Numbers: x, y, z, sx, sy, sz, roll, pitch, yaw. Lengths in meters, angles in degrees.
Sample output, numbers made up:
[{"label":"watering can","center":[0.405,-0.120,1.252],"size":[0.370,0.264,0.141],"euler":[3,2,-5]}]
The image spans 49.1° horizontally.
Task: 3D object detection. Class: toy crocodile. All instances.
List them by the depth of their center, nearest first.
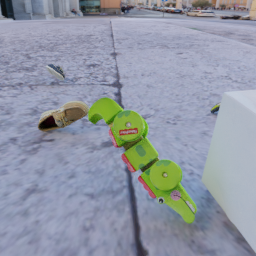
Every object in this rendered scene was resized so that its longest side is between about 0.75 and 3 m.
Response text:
[{"label":"toy crocodile","center":[0.271,0.515,4.913],"size":[0.821,2.658,0.897],"euler":[-37,-10,5]}]

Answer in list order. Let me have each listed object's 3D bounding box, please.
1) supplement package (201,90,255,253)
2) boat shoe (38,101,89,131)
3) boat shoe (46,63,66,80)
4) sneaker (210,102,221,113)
[{"label":"supplement package","center":[2.879,0.558,4.411],"size":[2.515,1.895,1.909],"euler":[-6,33,-16]},{"label":"boat shoe","center":[-1.791,-0.254,7.678],"size":[1.693,0.627,0.562],"euler":[-17,35,31]},{"label":"boat shoe","center":[-3.028,-2.441,12.009],"size":[0.453,0.548,1.464],"euler":[-40,40,-17]},{"label":"sneaker","center":[3.340,-0.646,8.845],"size":[1.425,0.577,0.526],"euler":[-14,0,19]}]
